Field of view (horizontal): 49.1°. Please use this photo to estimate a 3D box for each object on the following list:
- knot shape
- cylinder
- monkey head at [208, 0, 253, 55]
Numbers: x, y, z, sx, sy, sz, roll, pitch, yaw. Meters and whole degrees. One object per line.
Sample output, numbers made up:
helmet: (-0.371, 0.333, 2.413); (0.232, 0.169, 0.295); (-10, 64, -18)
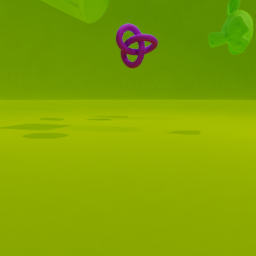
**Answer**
knot shape: (0.218, -2.930, 10.361); (1.572, 1.471, 0.726); (18, 33, -9)
cylinder: (-1.187, -3.207, 6.073); (1.389, 1.389, 1.389); (28, 13, 11)
monkey head: (1.978, -1.849, 5.418); (0.827, 1.149, 0.693); (-5, 36, 18)
